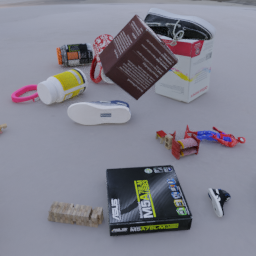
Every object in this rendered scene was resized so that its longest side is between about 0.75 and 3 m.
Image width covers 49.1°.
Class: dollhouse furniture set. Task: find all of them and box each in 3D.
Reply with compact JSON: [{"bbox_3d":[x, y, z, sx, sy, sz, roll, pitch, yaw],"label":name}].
[{"bbox_3d":[1.802,0.407,10.363,0.878,0.664,1.632,-14,33,-21],"label":"dollhouse furniture set"}]

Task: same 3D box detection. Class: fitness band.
[{"bbox_3d":[-5.048,-1.774,14.323,1.391,0.363,1.937,10,31,16],"label":"fitness band"}]

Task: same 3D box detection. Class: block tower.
[{"bbox_3d":[-1.412,2.294,7.468,1.452,0.420,0.392,4,31,8],"label":"block tower"}]

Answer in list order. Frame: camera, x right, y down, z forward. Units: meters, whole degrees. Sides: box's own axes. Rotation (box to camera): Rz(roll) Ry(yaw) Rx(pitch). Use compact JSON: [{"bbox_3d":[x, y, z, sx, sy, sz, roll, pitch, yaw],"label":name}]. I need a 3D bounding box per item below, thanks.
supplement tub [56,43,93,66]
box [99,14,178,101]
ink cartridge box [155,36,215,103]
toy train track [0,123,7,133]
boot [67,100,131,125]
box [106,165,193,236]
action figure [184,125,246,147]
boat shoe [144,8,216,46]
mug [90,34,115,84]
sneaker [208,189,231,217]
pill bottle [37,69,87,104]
[{"bbox_3d":[-3.479,-4.794,18.355,2.254,1.381,1.381,-8,32,-15],"label":"supplement tub"},{"bbox_3d":[0.282,-2.261,9.017,1.527,1.860,1.543,34,24,-33],"label":"box"},{"bbox_3d":[2.783,-3.115,14.071,2.118,2.929,2.128,22,37,37],"label":"ink cartridge box"},{"bbox_3d":[-5.599,0.180,11.212,1.491,0.242,0.855,-20,43,-20],"label":"toy train track"},{"bbox_3d":[-1.216,-0.743,12.216,2.668,0.970,1.205,5,22,-4],"label":"boot"},{"bbox_3d":[0.471,1.942,7.941,2.136,0.526,2.212,0,30,-6],"label":"box"},{"bbox_3d":[3.320,0.306,10.712,2.229,0.576,0.729,11,30,13],"label":"action figure"},{"bbox_3d":[1.882,-3.785,10.825,2.874,1.061,0.981,24,79,14],"label":"boat shoe"},{"bbox_3d":[-1.286,-3.922,15.842,2.274,1.710,2.562,-18,56,-4],"label":"mug"},{"bbox_3d":[2.669,2.057,7.892,0.565,0.369,1.011,-2,30,-2],"label":"sneaker"},{"bbox_3d":[-3.227,-2.049,13.861,1.290,1.290,2.258,22,37,33],"label":"pill bottle"}]
